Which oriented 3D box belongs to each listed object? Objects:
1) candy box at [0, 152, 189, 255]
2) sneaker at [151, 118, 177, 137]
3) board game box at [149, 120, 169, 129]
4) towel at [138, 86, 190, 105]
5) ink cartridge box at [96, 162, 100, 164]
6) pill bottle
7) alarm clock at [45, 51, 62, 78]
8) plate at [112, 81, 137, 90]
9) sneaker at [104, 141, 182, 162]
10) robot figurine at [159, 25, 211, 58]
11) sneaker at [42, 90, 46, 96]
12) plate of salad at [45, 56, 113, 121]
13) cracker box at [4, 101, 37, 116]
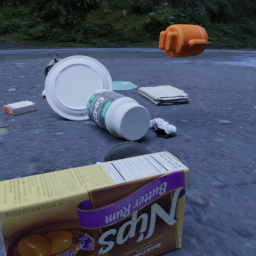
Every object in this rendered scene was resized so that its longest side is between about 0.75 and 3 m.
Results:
[{"bbox_3d":[-0.416,1.357,4.187,2.622,1.529,0.740,-7,22,-21],"label":"candy box"},{"bbox_3d":[1.026,0.005,9.494,0.757,0.421,1.082,-17,28,-39],"label":"sneaker"},{"bbox_3d":[0.873,-0.131,10.351,1.179,0.115,0.607,-10,21,-25],"label":"board game box"},{"bbox_3d":[1.765,-1.729,14.229,1.822,0.474,2.749,-6,20,-17],"label":"towel"},{"bbox_3d":[0.004,1.256,6.276,1.222,0.307,1.408,14,12,-27],"label":"ink cartridge box"},{"bbox_3d":[-0.369,-0.470,9.459,1.352,1.352,2.390,-12,22,-29],"label":"pill bottle"},{"bbox_3d":[-3.804,-3.243,15.657,1.696,2.515,0.837,6,52,16],"label":"alarm clock"},{"bbox_3d":[-0.471,-2.599,16.944,2.056,0.263,2.056,-1,19,0],"label":"plate"},{"bbox_3d":[0.420,0.872,6.357,1.937,0.735,0.879,11,26,-10],"label":"sneaker"},{"bbox_3d":[2.016,-3.102,9.977,1.923,1.121,1.383,-11,-11,-29],"label":"robot figurine"},{"bbox_3d":[-4.112,-2.239,15.022,0.757,0.890,2.012,2,20,1],"label":"sneaker"},{"bbox_3d":[-1.951,-1.592,11.252,2.687,2.687,0.645,-2,-10,-4],"label":"plate of salad"},{"bbox_3d":[-4.632,-0.870,12.075,0.754,0.325,1.126,15,24,35],"label":"cracker box"}]
